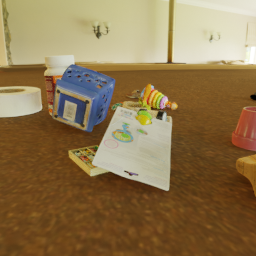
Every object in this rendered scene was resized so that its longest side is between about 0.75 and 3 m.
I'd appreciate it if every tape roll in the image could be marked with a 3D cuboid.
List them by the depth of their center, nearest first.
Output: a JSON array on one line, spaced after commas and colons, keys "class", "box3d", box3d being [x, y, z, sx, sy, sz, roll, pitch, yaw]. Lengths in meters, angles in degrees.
[{"class": "tape roll", "box3d": [-5.519, -1.286, 13.138, 2.808, 0.982, 2.808, 0, 17, 0]}]

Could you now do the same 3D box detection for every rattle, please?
[{"class": "rattle", "box3d": [0.092, -1.376, 12.903, 1.291, 1.417, 1.983, -31, 37, -29]}]

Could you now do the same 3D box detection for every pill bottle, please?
[{"class": "pill bottle", "box3d": [-2.852, -1.865, 12.242, 1.443, 2.527, 1.443, -3, 16, 1]}]

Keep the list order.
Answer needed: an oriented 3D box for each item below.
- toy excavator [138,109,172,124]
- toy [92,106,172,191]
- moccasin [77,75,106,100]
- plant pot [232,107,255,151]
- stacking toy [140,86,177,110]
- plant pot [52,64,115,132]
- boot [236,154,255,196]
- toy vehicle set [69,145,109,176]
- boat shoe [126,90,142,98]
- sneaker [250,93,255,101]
[{"class": "toy excavator", "box3d": [0.954, -0.026, 9.319, 0.866, 1.734, 1.686, 8, 59, 24]}, {"class": "toy", "box3d": [0.208, 0.510, 7.182, 1.699, 0.697, 2.951, 18, 33, 0]}, {"class": "moccasin", "box3d": [-1.629, -1.604, 11.527, 0.759, 2.074, 0.801, -19, 17, 40]}, {"class": "plant pot", "box3d": [3.920, -0.029, 8.651, 1.275, 1.141, 1.275, 0, 16, 0]}, {"class": "stacking toy", "box3d": [1.565, -1.299, 13.684, 1.821, 1.057, 0.999, 25, 26, 25]}, {"class": "plant pot", "box3d": [-1.690, -0.996, 10.034, 1.826, 1.826, 1.641, 21, 34, 5]}, {"class": "boot", "box3d": [3.491, 1.007, 5.668, 1.915, 0.833, 2.303, -1, 13, 3]}, {"class": "toy vehicle set", "box3d": [-0.890, 0.825, 7.433, 0.891, 0.190, 1.433, -10, 19, -31]}, {"class": "boat shoe", "box3d": [0.509, -2.018, 16.477, 1.366, 0.491, 0.517, 8, 19, 26]}, {"class": "sneaker", "box3d": [7.639, -1.713, 15.520, 0.817, 0.575, 1.537, -20, 16, -36]}]
